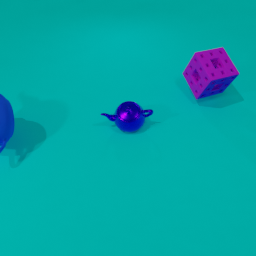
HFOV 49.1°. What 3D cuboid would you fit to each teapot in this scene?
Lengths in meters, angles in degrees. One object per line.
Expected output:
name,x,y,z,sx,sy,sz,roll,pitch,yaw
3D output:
teapot,-0.015,-0.341,7.333,1.367,0.669,0.850,-5,67,3
teapot,-3.345,-0.242,6.594,1.017,1.292,2.078,-7,60,-40

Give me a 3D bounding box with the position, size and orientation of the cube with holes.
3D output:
cube with holes,2.294,-1.530,7.877,0.938,0.938,0.938,-15,68,-19
